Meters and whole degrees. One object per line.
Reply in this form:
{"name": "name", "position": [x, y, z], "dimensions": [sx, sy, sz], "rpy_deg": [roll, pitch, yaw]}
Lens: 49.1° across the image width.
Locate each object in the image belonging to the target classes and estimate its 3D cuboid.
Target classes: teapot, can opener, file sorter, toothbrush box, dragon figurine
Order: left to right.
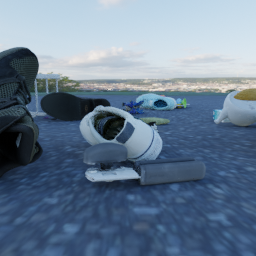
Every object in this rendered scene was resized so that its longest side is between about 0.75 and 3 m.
{"name": "file sorter", "position": [-4.249, -1.267, 10.868], "dimensions": [1.929, 1.731, 2.780], "rpy_deg": [4, 10, 23]}
{"name": "dragon figurine", "position": [0.393, -0.941, 12.500], "dimensions": [0.996, 0.589, 2.003], "rpy_deg": [7, 12, 39]}
{"name": "can opener", "position": [0.236, 0.450, 3.695], "dimensions": [1.627, 0.544, 0.434], "rpy_deg": [-3, 9, -16]}
{"name": "toothbrush box", "position": [3.495, -0.437, 9.964], "dimensions": [0.631, 0.368, 0.862], "rpy_deg": [-1, 9, -8]}
{"name": "teapot", "position": [3.600, -0.505, 8.799], "dimensions": [1.293, 0.944, 1.276], "rpy_deg": [26, 48, 25]}

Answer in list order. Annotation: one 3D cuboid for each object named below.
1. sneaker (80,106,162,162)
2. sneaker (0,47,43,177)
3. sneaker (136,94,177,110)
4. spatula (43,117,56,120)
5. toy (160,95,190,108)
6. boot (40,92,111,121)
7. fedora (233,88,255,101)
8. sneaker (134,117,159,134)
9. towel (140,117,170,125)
{"name": "sneaker", "position": [-0.363, -0.070, 5.133], "dimensions": [0.859, 0.886, 2.427], "rpy_deg": [42, -15, -32]}
{"name": "sneaker", "position": [-1.785, -0.280, 4.358], "dimensions": [1.557, 1.039, 2.717], "rpy_deg": [10, 45, 11]}
{"name": "sneaker", "position": [1.305, -1.363, 14.423], "dimensions": [2.257, 0.834, 0.925], "rpy_deg": [5, 6, 31]}
{"name": "spatula", "position": [-2.861, -0.361, 10.389], "dimensions": [0.252, 0.092, 0.891], "rpy_deg": [-8, 12, -41]}
{"name": "toy", "position": [1.903, -1.525, 15.973], "dimensions": [2.889, 0.682, 1.663], "rpy_deg": [5, 9, 28]}
{"name": "boot", "position": [-2.237, -0.821, 11.105], "dimensions": [2.827, 0.979, 2.461], "rpy_deg": [4, 3, -29]}
{"name": "fedora", "position": [3.571, -0.176, 5.651], "dimensions": [2.905, 1.185, 2.905], "rpy_deg": [2, 7, 0]}
{"name": "sneaker", "position": [0.037, 0.059, 5.942], "dimensions": [1.562, 0.624, 0.557], "rpy_deg": [8, 12, 43]}
{"name": "towel", "position": [0.875, -0.235, 9.342], "dimensions": [0.687, 0.169, 0.926], "rpy_deg": [-5, 9, -35]}
